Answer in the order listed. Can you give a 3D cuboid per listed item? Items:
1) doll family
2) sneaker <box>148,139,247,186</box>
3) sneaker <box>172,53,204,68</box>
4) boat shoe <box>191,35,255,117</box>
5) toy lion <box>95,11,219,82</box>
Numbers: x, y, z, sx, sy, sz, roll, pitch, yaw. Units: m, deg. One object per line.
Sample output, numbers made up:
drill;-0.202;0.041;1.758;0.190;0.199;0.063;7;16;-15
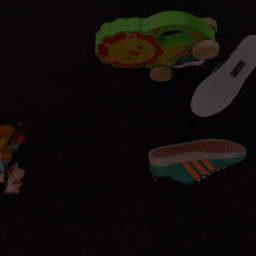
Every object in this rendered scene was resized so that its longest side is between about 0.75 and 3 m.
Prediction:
doll family;-3.085;0.655;7.045;0.908;1.251;2.016;11;53;-29
sneaker;1.808;0.940;7.373;2.477;0.990;0.884;-6;23;6
sneaker;1.815;-2.241;8.886;1.184;0.540;0.459;-10;28;-4
boat shoe;2.749;-1.337;7.758;0.926;0.834;2.620;43;95;6
toy lion;0.587;-2.292;7.641;2.695;2.811;0.965;12;72;-34
